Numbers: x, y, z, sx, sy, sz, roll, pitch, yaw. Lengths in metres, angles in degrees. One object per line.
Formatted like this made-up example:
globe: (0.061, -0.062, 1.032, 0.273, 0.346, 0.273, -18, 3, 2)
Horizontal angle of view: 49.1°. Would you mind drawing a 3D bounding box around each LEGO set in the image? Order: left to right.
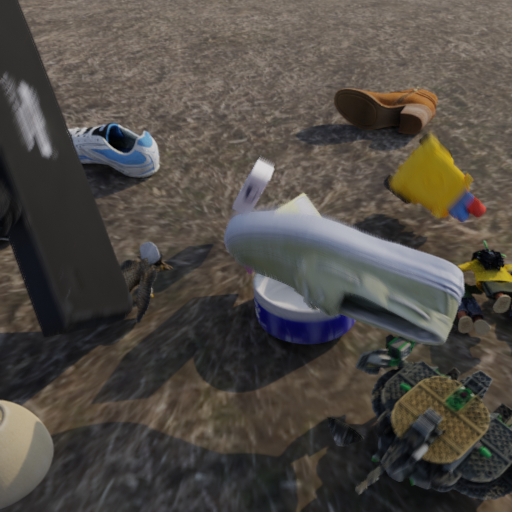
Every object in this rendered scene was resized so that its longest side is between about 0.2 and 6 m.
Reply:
LEGO set: (1.954, 2.314, 5.797, 2.566, 1.120, 3.952, 12, 48, 15)

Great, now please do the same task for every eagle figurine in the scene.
eagle figurine: (-1.737, 0.399, 8.338, 0.811, 0.807, 1.069, -25, 19, 48)

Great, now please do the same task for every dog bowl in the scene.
dog bowl: (0.723, 0.576, 8.122, 1.514, 0.596, 1.514, -2, 32, 1)

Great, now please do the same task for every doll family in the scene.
doll family: (3.873, 0.384, 8.295, 2.477, 0.972, 1.432, 4, 33, -2)

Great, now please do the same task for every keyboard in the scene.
keyboard: (-3.407, -1.605, 7.044, 1.112, 5.614, 2.922, -24, -6, 9)

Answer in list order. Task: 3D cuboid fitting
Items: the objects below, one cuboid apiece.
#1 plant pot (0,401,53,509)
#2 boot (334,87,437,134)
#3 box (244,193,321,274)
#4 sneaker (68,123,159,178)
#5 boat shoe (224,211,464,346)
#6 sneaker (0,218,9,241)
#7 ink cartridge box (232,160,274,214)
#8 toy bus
plant pot: (-2.906, 2.046, 6.140, 1.170, 0.785, 1.170, 1, 37, 0)
boot: (3.254, -3.810, 13.779, 2.346, 0.900, 1.821, 17, 40, 21)
box: (0.310, -0.335, 8.120, 0.520, 0.946, 1.075, 54, 34, 1)
sneaker: (-3.342, -2.406, 11.829, 2.891, 1.048, 1.039, 13, 40, 19)
boat shoe: (0.921, 0.228, 6.418, 2.846, 1.024, 0.883, 14, 62, 11)
sneaker: (-4.877, -0.331, 9.288, 1.448, 0.762, 2.004, 0, 36, 5)
ink cartridge box: (-0.051, -1.143, 9.431, 0.330, 0.783, 0.567, 28, 31, -6)
toy bus: (3.178, -1.162, 9.649, 1.600, 1.131, 1.666, 41, 14, 10)
